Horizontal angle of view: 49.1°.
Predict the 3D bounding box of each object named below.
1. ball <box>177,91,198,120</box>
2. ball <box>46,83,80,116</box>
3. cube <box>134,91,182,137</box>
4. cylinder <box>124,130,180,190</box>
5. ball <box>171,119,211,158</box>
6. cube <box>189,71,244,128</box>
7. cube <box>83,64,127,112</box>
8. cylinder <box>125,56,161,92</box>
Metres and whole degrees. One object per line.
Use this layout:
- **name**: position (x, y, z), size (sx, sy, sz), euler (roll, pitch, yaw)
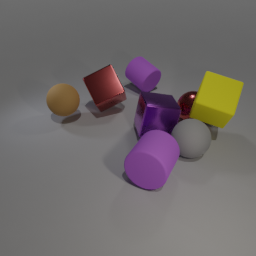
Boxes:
- **ball**: position (2.798, -0.896, 12.093), size (1.400, 1.400, 1.400), euler (0, 31, 0)
- **ball**: position (-2.769, -1.199, 11.982), size (1.400, 1.400, 1.400), euler (0, 31, 0)
- **cube**: position (1.129, -0.502, 11.191), size (1.400, 1.400, 1.400), euler (6, 28, -11)
- **cylinder**: position (0.781, 0.977, 8.876), size (1.400, 1.400, 1.400), euler (13, 32, 21)
- **ball**: position (2.230, 0.368, 9.942), size (1.400, 1.400, 1.400), euler (0, 31, 0)
- **cube**: position (3.289, -1.036, 10.579), size (1.400, 1.400, 1.400), euler (20, 72, 9)
- **cube**: position (-1.013, -1.753, 12.654), size (1.400, 1.400, 1.400), euler (-27, -9, -1)
- **cylinder**: position (0.804, -2.856, 14.930), size (1.400, 1.400, 1.400), euler (-25, 57, -35)
